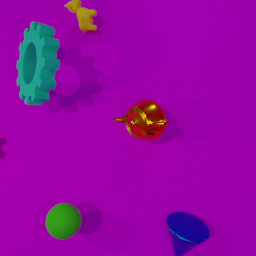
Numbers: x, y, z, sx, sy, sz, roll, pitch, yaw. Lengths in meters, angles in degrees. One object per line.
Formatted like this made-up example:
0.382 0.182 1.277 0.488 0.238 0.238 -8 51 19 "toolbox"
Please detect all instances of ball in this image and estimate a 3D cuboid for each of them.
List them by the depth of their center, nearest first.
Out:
-1.547 2.239 6.757 0.832 0.832 0.832 0 78 0 "ball"

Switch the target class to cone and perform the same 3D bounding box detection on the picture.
1.368 2.909 7.083 1.086 1.086 1.090 14 110 3 "cone"

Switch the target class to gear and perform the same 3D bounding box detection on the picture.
-2.413 -1.662 7.362 0.384 2.074 2.074 2 74 -38 "gear"

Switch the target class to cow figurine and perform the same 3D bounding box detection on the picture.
-1.405 -3.364 8.396 0.933 0.521 0.948 0 109 -4 "cow figurine"

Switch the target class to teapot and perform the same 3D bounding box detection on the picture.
0.361 -0.190 7.457 0.905 1.848 1.149 -13 104 -39 "teapot"
